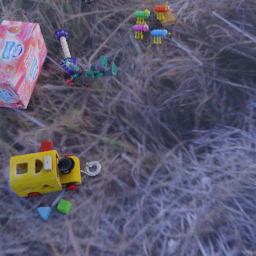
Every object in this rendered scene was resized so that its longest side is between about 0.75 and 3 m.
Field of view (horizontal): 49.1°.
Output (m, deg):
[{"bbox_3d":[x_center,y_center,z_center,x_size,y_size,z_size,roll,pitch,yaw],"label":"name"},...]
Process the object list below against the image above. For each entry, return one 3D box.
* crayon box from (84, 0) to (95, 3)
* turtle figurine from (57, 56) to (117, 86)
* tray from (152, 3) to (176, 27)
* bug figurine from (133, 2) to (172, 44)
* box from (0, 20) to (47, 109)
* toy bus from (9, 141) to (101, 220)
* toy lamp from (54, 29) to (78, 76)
[{"bbox_3d":[-1.631,-5.985,12.455,0.863,0.251,0.744,-20,62,-11],"label":"crayon box"},{"bbox_3d":[-1.416,-1.927,9.697,1.899,1.422,0.956,-7,91,29],"label":"turtle figurine"},{"bbox_3d":[1.513,-4.792,11.793,0.578,0.217,1.172,-18,61,-10],"label":"tray"},{"bbox_3d":[0.959,-4.249,11.166,1.524,0.506,1.965,1,62,12],"label":"bug figurine"},{"bbox_3d":[-3.890,-2.189,9.605,1.308,1.418,2.764,7,59,3],"label":"box"},{"bbox_3d":[-2.177,1.182,7.813,2.040,1.117,2.162,30,65,16],"label":"toy bus"},{"bbox_3d":[-2.292,-2.809,10.427,0.605,0.605,2.078,-17,62,-10],"label":"toy lamp"}]
